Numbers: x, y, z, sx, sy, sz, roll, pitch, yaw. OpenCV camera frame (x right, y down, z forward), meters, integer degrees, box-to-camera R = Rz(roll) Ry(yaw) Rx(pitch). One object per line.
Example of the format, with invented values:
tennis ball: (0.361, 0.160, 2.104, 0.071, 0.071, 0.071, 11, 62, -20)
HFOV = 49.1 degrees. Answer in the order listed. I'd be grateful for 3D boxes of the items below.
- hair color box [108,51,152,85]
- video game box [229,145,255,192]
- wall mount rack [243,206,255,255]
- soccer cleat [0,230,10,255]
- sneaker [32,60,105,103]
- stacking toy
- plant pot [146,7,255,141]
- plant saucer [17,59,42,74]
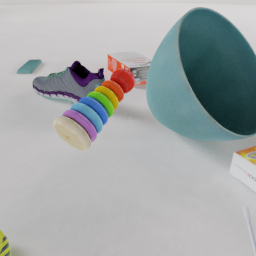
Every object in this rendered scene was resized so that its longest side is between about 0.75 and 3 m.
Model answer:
hair color box: (0.161, -2.352, 10.817, 1.255, 0.723, 2.263, -11, 29, -20)
video game box: (3.629, 0.885, 4.954, 2.585, 0.605, 2.355, -13, 29, -23)
wall mount rack: (2.171, 1.625, 3.603, 1.503, 0.560, 1.306, -2, 28, -6)
soccer cleat: (-1.744, 1.687, 3.504, 0.417, 0.539, 1.289, -8, 29, -14)
sneaker: (-1.813, -1.541, 8.676, 2.995, 1.311, 1.114, 17, 32, 27)
stacking toy: (-0.312, -0.281, 3.147, 0.471, 0.471, 1.102, 20, 58, 32)
plant pot: (1.551, -0.924, 6.528, 2.898, 2.898, 1.952, -26, -1, -39)
plant saucer: (-4.188, -2.656, 11.975, 0.619, 0.168, 1.771, 0, 27, -1)
